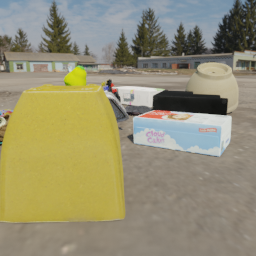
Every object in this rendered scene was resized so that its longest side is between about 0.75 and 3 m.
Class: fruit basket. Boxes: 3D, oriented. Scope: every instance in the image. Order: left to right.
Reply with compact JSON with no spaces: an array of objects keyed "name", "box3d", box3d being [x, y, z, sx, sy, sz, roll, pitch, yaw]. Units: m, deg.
[{"name":"fruit basket","box3d":[-2.862,-1.918,13.844,1.762,2.443,2.443,4,13,16]}]

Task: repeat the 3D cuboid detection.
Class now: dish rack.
[{"name":"dish rack","box3d":[-1.166,-0.602,9.296,2.116,0.461,1.816,-10,-26,17]}]

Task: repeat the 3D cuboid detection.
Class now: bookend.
[{"name":"bookend","box3d":[2.499,-0.788,11.225,2.637,1.223,2.654,4,13,15]}]

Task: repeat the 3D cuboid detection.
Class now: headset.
[{"name":"headset","box3d":[-1.187,-1.690,14.999,1.700,1.294,2.753,3,24,8]}]

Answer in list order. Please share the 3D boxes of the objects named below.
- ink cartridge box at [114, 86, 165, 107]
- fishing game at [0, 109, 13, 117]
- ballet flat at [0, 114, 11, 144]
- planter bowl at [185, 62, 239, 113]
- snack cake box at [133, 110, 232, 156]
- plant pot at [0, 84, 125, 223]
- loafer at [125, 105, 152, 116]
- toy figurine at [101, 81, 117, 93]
[{"name":"ink cartridge box","box3d":[0.543,-1.893,16.574,2.817,0.948,1.650,12,17,37]},{"name":"fishing game","box3d":[-5.239,-0.642,12.438,1.911,0.415,2.668,-10,19,-41]},{"name":"ballet flat","box3d":[-4.197,0.137,7.602,0.981,1.046,2.893,3,13,27]},{"name":"planter bowl","box3d":[4.153,-2.108,13.805,2.698,1.816,2.698,-2,35,2]},{"name":"snack cake box","box3d":[1.607,0.069,8.324,2.567,0.862,1.476,7,16,29]},{"name":"plant pot","box3d":[-1.038,0.255,4.987,1.968,2.013,1.955,0,13,-2]},{"name":"loafer","box3d":[0.526,-0.760,12.940,1.327,0.418,0.477,6,56,16]},{"name":"toy figurine","box3d":[-1.815,-1.833,17.123,1.604,1.412,2.677,-27,6,27]}]
